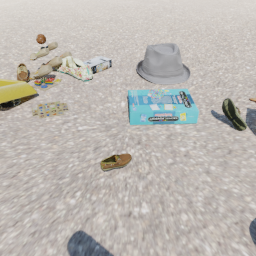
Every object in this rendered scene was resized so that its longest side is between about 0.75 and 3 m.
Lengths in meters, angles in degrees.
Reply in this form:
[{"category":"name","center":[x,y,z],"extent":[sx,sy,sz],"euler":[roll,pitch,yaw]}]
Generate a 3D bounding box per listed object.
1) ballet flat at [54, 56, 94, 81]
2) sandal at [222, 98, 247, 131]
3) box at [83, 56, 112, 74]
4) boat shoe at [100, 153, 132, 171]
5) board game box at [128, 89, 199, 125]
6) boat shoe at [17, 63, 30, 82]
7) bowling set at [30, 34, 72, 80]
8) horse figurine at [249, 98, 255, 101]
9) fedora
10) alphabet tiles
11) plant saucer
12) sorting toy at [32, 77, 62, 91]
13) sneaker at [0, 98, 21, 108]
[{"category":"ballet flat","center":[-2.640,-3.006,13.555],"extent":[2.644,0.845,1.000],"euler":[25,41,33]},{"category":"sandal","center":[3.602,-0.463,9.470],"extent":[0.354,1.240,0.492],"euler":[-39,9,-37]},{"category":"box","center":[-1.612,-3.198,14.211],"extent":[0.853,0.440,1.462],"euler":[26,41,34]},{"category":"boat shoe","center":[-0.289,0.853,7.339],"extent":[0.903,0.307,0.325],"euler":[-21,52,-21]},{"category":"board game box","center":[1.216,-0.820,10.436],"extent":[2.394,0.562,1.808],"euler":[-1,33,-2]},{"category":"boat shoe","center":[-4.999,-2.622,13.202],"extent":[0.587,0.573,1.551],"euler":[-12,35,-18]},{"category":"bowling set","center":[-3.985,-3.552,13.361],"extent":[1.312,1.701,2.443],"euler":[-13,25,30]},{"category":"horse figurine","center":[5.302,-1.074,11.141],"extent":[0.551,0.207,0.831],"euler":[-18,41,-6]},{"category":"fedora","center":[1.730,-3.322,13.584],"extent":[2.618,1.336,2.960],"euler":[-4,33,-5]},{"category":"alphabet tiles","center":[-2.990,-0.712,10.759],"extent":[1.345,0.043,1.119],"euler":[-11,35,-16]},{"category":"plant saucer","center":[-5.125,-1.519,10.984],"extent":[2.185,0.530,2.186],"euler":[9,21,24]},{"category":"sorting toy","center":[-3.711,-2.031,12.570],"extent":[0.802,0.281,1.663],"euler":[18,37,25]},{"category":"sneaker","center":[-5.181,-1.269,11.012],"extent":[2.023,0.784,0.806],"euler":[3,25,4]}]
